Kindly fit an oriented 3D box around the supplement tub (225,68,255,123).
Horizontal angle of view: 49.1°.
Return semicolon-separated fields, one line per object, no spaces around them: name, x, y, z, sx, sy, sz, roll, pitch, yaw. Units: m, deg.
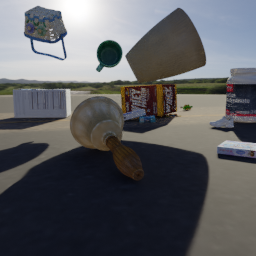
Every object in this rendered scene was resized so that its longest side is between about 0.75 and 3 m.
supplement tub;5.490;-1.544;13.080;1.707;2.432;1.707;0;9;0

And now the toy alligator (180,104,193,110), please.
toy alligator;3.849;-1.335;18.771;1.203;0.357;0.326;-8;-30;-35

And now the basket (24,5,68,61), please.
basket;-2.231;-2.526;7.567;1.149;1.303;0.907;16;47;17

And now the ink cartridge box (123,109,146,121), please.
ink cartridge box;0.058;-0.589;13.306;1.524;0.299;0.758;-13;8;-2

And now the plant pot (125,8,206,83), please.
plant pot;1.489;-3.353;12.659;2.999;2.808;2.808;-27;7;5

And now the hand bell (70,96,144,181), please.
hand bell;-0.314;0.369;6.126;1.452;1.452;2.788;-3;23;-21

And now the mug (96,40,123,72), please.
mug;-1.052;-3.595;13.954;1.555;1.278;0.961;-22;6;-4

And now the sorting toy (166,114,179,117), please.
sorting toy;2.492;-0.687;15.074;0.857;0.145;0.413;-5;10;-33

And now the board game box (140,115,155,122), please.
board game box;0.904;-0.428;13.133;0.720;0.224;0.954;0;9;3

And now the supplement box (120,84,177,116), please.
supplement box;1.201;-1.557;15.473;2.362;1.590;2.395;1;8;30

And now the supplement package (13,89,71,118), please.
supplement package;-4.472;-1.325;14.834;2.666;1.460;1.516;0;9;-2

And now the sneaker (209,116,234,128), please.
sneaker;3.764;-0.265;11.279;0.954;0.474;0.372;1;9;7

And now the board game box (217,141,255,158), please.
board game box;2.845;0.525;7.120;0.933;0.192;0.931;6;11;32
